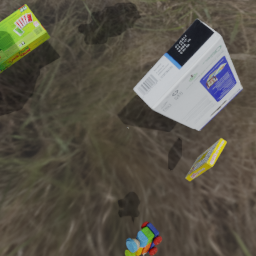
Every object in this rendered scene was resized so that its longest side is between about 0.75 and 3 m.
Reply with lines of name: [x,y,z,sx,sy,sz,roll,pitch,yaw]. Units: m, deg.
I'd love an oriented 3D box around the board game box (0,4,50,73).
board game box: [-3.155,-2.334,7.515,1.843,0.439,0.936,-37,88,-4]

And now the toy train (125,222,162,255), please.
toy train: [0.174,1.997,4.592,0.526,0.910,0.385,-18,45,-35]

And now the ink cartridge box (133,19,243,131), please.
ink cartridge box: [1.119,-0.634,4.488,1.212,2.438,0.478,-47,64,13]

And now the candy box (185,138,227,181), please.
candy box: [1.488,0.648,5.452,0.153,1.161,0.593,33,66,6]
